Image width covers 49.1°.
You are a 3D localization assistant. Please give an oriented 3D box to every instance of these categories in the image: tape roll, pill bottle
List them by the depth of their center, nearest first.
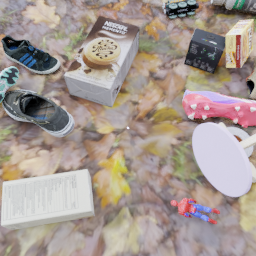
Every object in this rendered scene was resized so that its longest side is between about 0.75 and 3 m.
[{"bbox_3d":[2.946,0.499,7.896,1.032,0.341,1.032,0,63,-1],"label":"tape roll"},{"bbox_3d":[4.345,-4.912,10.135,2.387,1.350,1.350,11,63,6],"label":"pill bottle"}]

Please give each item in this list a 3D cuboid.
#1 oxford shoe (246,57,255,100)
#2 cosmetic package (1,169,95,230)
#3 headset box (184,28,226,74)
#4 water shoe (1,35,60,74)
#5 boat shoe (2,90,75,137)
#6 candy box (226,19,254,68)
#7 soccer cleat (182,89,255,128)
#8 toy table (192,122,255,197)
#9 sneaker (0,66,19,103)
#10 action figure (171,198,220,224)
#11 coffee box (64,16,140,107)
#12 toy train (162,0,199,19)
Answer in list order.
[{"bbox_3d":[4.074,-1.642,8.853,0.638,0.601,1.705,6,62,4],"label":"oxford shoe"},{"bbox_3d":[-1.949,1.787,6.991,2.109,0.750,1.110,-7,63,-4],"label":"cosmetic package"},{"bbox_3d":[2.468,-2.465,8.937,1.065,1.224,0.568,21,65,12],"label":"headset box"},{"bbox_3d":[-3.225,-2.388,9.124,2.062,0.814,0.737,18,64,9],"label":"water shoe"},{"bbox_3d":[-2.668,-0.614,7.817,2.858,0.809,0.981,21,69,31],"label":"boat shoe"},{"bbox_3d":[3.522,-2.668,8.779,0.484,1.011,1.751,9,36,32],"label":"candy box"},{"bbox_3d":[2.920,-0.668,8.266,2.624,0.875,1.003,5,46,0],"label":"soccer cleat"},{"bbox_3d":[2.484,0.675,6.883,1.084,1.701,1.851,-8,72,-41],"label":"toy table"},{"bbox_3d":[-3.876,-1.296,8.388,0.927,0.515,1.326,11,63,46],"label":"sneaker"},{"bbox_3d":[1.592,1.975,6.761,1.409,0.364,0.461,25,86,-27],"label":"action figure"},{"bbox_3d":[-0.726,-2.146,8.872,1.471,1.039,2.603,17,64,9],"label":"coffee box"},{"bbox_3d":[1.937,-4.521,10.424,1.330,0.567,0.758,-13,51,-4],"label":"toy train"}]
